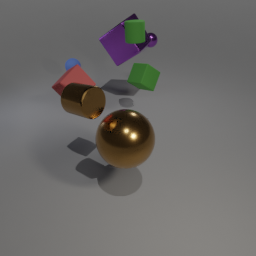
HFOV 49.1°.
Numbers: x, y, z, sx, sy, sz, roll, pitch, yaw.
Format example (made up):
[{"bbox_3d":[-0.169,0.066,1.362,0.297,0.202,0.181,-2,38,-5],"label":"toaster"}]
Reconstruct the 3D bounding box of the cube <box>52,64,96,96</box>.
[{"bbox_3d":[-1.410,-1.101,7.272,0.700,0.700,0.700,-53,23,-22],"label":"cube"}]

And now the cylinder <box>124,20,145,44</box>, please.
[{"bbox_3d":[0.238,-3.336,9.688,0.700,0.700,0.700,-3,27,1],"label":"cylinder"}]

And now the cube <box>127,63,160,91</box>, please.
[{"bbox_3d":[0.532,-1.722,9.458,0.700,0.700,0.700,22,-3,-44],"label":"cube"}]

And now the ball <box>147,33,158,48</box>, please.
[{"bbox_3d":[1.098,-4.302,13.707,0.700,0.700,0.700,0,32,0],"label":"ball"}]

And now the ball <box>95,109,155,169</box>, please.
[{"bbox_3d":[-0.062,0.255,6.583,1.400,1.400,1.400,0,32,0],"label":"ball"}]

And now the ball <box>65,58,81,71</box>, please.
[{"bbox_3d":[-2.455,-2.756,12.501,0.700,0.700,0.700,0,32,0],"label":"ball"}]

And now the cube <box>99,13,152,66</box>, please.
[{"bbox_3d":[-0.095,-3.792,12.070,1.400,1.400,1.400,-21,22,39],"label":"cube"}]

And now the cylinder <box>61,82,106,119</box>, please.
[{"bbox_3d":[-0.960,-0.593,6.021,0.700,0.700,0.700,16,34,38],"label":"cylinder"}]
